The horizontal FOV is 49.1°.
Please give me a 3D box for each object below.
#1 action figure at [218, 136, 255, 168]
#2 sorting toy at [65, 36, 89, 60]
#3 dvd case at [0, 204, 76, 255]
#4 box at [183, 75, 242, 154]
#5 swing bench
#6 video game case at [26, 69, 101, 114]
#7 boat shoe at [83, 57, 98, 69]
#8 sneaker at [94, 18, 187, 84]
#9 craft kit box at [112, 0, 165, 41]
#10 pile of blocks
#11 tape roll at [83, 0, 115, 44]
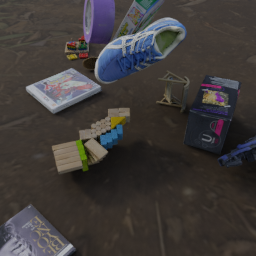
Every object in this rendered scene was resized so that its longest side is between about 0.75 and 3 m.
[{"bbox_3d":[3.805,0.781,6.571,2.963,1.550,2.867,-26,33,9],"label":"action figure"},{"bbox_3d":[-2.191,-3.539,12.003,0.990,0.347,2.054,-3,41,-4],"label":"sorting toy"},{"bbox_3d":[-1.923,2.265,5.408,1.502,0.120,1.117,30,49,30],"label":"dvd case"},{"bbox_3d":[2.344,-0.435,7.711,1.046,1.205,1.972,16,43,18],"label":"box"},{"bbox_3d":[1.455,-1.133,8.729,0.958,0.952,0.621,24,46,25],"label":"swing bench"},{"bbox_3d":[-2.186,-1.335,9.528,1.914,0.220,1.744,-31,50,-31],"label":"video game case"},{"bbox_3d":[-1.099,-2.509,10.792,1.289,0.465,0.419,-13,6,-7],"label":"boat shoe"},{"bbox_3d":[0.270,-1.888,6.758,2.490,0.943,0.959,-34,25,2],"label":"sneaker"},{"bbox_3d":[0.408,-3.262,8.158,0.500,2.035,2.061,38,56,-2],"label":"craft kit box"},{"bbox_3d":[-0.774,0.441,7.133,2.468,0.767,1.013,-36,64,-25],"label":"pile of blocks"},{"bbox_3d":[-0.915,-3.369,8.579,0.649,1.527,1.527,-1,39,-18],"label":"tape roll"}]
